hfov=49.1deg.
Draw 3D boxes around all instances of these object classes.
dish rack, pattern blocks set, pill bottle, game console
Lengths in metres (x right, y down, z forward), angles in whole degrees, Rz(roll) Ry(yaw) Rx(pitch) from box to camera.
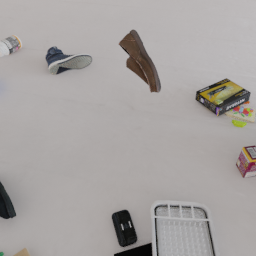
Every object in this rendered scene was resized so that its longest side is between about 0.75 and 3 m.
[{"bbox_3d":[1.205,2.445,6.185,1.447,0.367,1.687,5,44,-4],"label":"dish rack"},{"bbox_3d":[3.832,-0.564,9.518,1.711,0.139,1.504,10,45,10],"label":"pattern blocks set"},{"bbox_3d":[-5.278,-3.593,12.304,0.637,0.637,1.095,24,49,23],"label":"pill bottle"},{"bbox_3d":[0.069,2.528,6.298,0.909,0.186,1.541,-11,46,-12],"label":"game console"}]

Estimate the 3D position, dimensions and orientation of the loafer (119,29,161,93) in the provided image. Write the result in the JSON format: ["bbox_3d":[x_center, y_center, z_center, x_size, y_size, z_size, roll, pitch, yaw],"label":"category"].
[{"bbox_3d":[0.311,-1.714,7.606,0.680,0.699,1.915,-26,73,7],"label":"loafer"}]

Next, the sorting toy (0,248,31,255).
[{"bbox_3d":[-2.440,2.960,5.841,0.912,0.182,1.233,-32,56,-22],"label":"sorting toy"}]

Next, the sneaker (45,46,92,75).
[{"bbox_3d":[-2.501,-2.946,11.584,1.815,0.690,1.311,-17,49,-15],"label":"sneaker"}]

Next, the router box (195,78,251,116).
[{"bbox_3d":[3.285,-1.107,9.738,1.459,0.381,1.147,-25,46,-20],"label":"router box"}]

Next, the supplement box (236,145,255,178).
[{"bbox_3d":[3.269,0.912,7.546,0.389,0.755,0.494,-7,44,-7],"label":"supplement box"}]

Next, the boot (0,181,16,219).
[{"bbox_3d":[-3.656,1.834,6.617,1.513,0.688,1.801,-27,43,-30],"label":"boot"}]
